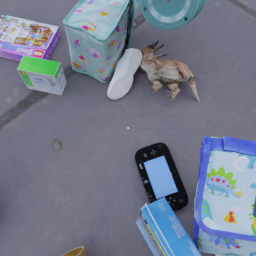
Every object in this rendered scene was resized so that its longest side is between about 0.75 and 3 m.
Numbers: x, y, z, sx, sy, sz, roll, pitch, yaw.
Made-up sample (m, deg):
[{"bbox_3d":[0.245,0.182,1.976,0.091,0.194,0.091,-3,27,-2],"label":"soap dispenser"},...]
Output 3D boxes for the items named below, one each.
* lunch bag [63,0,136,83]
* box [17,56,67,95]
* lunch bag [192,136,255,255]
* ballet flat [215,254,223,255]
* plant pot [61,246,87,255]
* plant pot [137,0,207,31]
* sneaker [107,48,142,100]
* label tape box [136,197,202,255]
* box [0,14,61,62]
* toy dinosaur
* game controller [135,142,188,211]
[{"bbox_3d":[-0.702,-3.313,9.264,1.699,2.373,2.786,26,66,6],"label":"lunch bag"},{"bbox_3d":[-2.777,-1.715,9.196,1.245,1.099,0.602,12,64,5],"label":"box"},{"bbox_3d":[2.429,1.313,5.142,2.355,2.770,1.765,6,43,13],"label":"lunch bag"},{"bbox_3d":[2.644,2.715,7.250,1.124,1.013,2.986,-21,59,15],"label":"ballet flat"},{"bbox_3d":[-1.308,3.810,6.494,1.382,1.382,1.483,-28,83,-13],"label":"plant pot"},{"bbox_3d":[1.149,-3.649,7.455,2.162,2.162,2.031,11,38,5],"label":"plant pot"},{"bbox_3d":[-0.216,-1.831,9.460,0.810,0.689,1.830,31,92,48],"label":"sneaker"},{"bbox_3d":[0.842,2.239,5.612,0.681,2.060,1.476,-26,67,-16],"label":"label tape box"},{"bbox_3d":[-3.881,-3.222,10.275,2.365,0.462,1.618,15,65,7],"label":"box"},{"bbox_3d":[1.340,-1.963,9.375,2.797,1.201,1.896,23,34,-5],"label":"toy dinosaur"},{"bbox_3d":[0.931,1.420,8.056,1.058,0.427,2.028,-16,64,-8],"label":"game controller"}]
